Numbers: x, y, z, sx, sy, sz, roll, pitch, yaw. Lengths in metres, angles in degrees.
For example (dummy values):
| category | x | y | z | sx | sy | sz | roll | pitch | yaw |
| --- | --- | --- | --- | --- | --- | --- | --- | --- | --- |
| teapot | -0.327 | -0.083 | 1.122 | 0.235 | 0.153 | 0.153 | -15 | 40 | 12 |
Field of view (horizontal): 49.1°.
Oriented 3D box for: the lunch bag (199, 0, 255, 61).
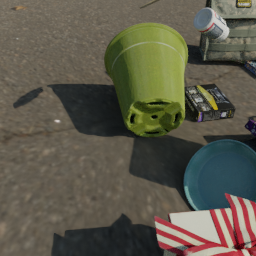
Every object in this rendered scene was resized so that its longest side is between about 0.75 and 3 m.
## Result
| category | x | y | z | sx | sy | sz | roll | pitch | yaw |
| --- | --- | --- | --- | --- | --- | --- | --- | --- | --- |
| lunch bag | 4.120 | -4.138 | 10.596 | 2.380 | 2.901 | 1.706 | 2 | 36 | 5 |

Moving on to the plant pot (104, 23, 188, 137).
| category | x | y | z | sx | sy | sz | roll | pitch | yaw |
| --- | --- | --- | --- | --- | --- | --- | --- | --- | --- |
| plant pot | 0.621 | -1.127 | 7.897 | 2.573 | 2.573 | 2.443 | -2 | 52 | -3 |

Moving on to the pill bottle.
| category | x | y | z | sx | sy | sz | roll | pitch | yaw |
| --- | --- | --- | --- | --- | --- | --- | --- | --- | --- |
| pill bottle | 2.586 | -3.105 | 8.574 | 1.149 | 0.687 | 0.687 | 13 | 24 | -44 |

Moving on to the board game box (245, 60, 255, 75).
| category | x | y | z | sx | sy | sz | roll | pitch | yaw |
| --- | --- | --- | --- | --- | --- | --- | --- | --- | --- |
| board game box | 5.232 | -2.195 | 10.613 | 0.933 | 0.238 | 1.377 | -9 | 40 | -11 |

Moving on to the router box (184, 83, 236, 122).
| category | x | y | z | sx | sy | sz | roll | pitch | yaw |
| --- | --- | --- | --- | --- | --- | --- | --- | --- | --- |
| router box | 2.466 | -0.823 | 8.798 | 1.170 | 0.389 | 1.489 | -7 | 40 | -8 |

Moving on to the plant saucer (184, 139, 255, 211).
| category | x | y | z | sx | sy | sz | roll | pitch | yaw |
| --- | --- | --- | --- | --- | --- | --- | --- | --- | --- |
| plant saucer | 2.004 | 1.093 | 5.888 | 1.725 | 0.310 | 1.725 | -24 | 51 | 33 |

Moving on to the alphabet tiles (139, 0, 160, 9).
| category | x | y | z | sx | sy | sz | roll | pitch | yaw |
| --- | --- | --- | --- | --- | --- | --- | --- | --- | --- |
| alphabet tiles | 1.023 | -2.891 | 5.869 | 1.551 | 0.049 | 1.291 | -6 | 29 | 43 |

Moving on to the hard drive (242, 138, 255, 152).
| category | x | y | z | sx | sy | sz | roll | pitch | yaw |
| --- | --- | --- | --- | --- | --- | --- | --- | --- | --- |
| hard drive | 3.058 | 1.290 | 6.136 | 1.816 | 0.428 | 2.602 | -14 | 41 | -18 |

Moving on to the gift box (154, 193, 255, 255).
| category | x | y | z | sx | sy | sz | roll | pitch | yaw |
| --- | --- | --- | --- | --- | --- | --- | --- | --- | --- |
| gift box | 1.332 | 2.101 | 4.062 | 1.796 | 1.817 | 1.946 | -6 | 41 | -8 |

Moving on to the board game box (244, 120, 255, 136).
| category | x | y | z | sx | sy | sz | roll | pitch | yaw |
| --- | --- | --- | --- | --- | --- | --- | --- | --- | --- |
| board game box | 3.816 | 0.578 | 6.686 | 1.199 | 0.323 | 1.997 | 13 | 28 | -33 |

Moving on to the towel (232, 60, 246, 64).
| category | x | y | z | sx | sy | sz | roll | pitch | yaw |
| --- | --- | --- | --- | --- | --- | --- | --- | --- | --- |
| towel | 4.315 | -3.069 | 11.763 | 1.371 | 0.210 | 1.022 | 16 | 40 | 24 |
